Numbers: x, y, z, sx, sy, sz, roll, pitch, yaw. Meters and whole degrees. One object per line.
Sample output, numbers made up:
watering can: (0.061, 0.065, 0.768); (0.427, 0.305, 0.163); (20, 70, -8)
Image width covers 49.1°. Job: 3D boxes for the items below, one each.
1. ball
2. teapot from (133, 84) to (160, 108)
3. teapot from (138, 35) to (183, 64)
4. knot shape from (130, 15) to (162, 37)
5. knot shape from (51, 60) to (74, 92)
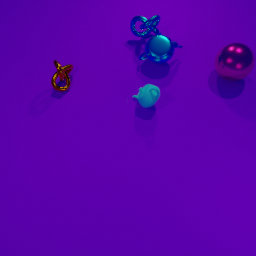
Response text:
ball: (3.582, -2.223, 9.438); (1.282, 1.282, 1.282); (0, 60, 0)
teapot: (0.594, -1.066, 9.047); (0.620, 1.265, 0.787); (36, 66, -19)
teapot: (1.167, -2.733, 9.904); (1.678, 0.822, 1.043); (-18, 79, 2)
knot shape: (0.648, -3.757, 10.383); (1.188, 1.270, 0.587); (6, 85, 17)
knot shape: (-2.235, -1.731, 9.458); (0.492, 1.064, 0.996); (9, 92, 16)
